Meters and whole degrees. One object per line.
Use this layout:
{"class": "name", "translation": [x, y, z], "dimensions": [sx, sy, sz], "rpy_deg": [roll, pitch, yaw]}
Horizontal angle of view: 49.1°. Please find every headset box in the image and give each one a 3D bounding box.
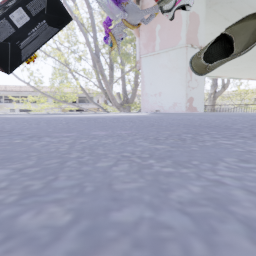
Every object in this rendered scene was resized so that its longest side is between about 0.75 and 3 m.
{"class": "headset box", "translation": [-2.614, -2.217, 6.207], "dimensions": [1.815, 0.916, 2.442], "rpy_deg": [-48, 39, -16]}

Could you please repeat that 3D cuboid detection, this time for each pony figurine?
{"class": "pony figurine", "translation": [-0.109, -3.097, 6.994], "dimensions": [2.100, 2.028, 1.749], "rpy_deg": [-34, 36, 11]}

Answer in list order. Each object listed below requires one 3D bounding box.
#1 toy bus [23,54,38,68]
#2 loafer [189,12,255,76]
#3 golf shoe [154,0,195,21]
{"class": "toy bus", "translation": [-3.980, -2.814, 11.238], "dimensions": [0.651, 0.690, 0.357], "rpy_deg": [-12, -44, 27]}
{"class": "loafer", "translation": [2.688, -2.151, 7.163], "dimensions": [2.348, 0.883, 0.818], "rpy_deg": [-38, 3, 2]}
{"class": "golf shoe", "translation": [1.304, -3.088, 6.510], "dimensions": [1.594, 0.734, 0.579], "rpy_deg": [-39, 17, -17]}
